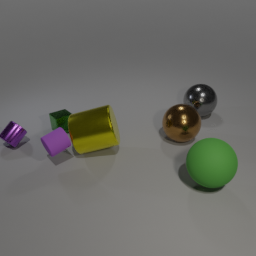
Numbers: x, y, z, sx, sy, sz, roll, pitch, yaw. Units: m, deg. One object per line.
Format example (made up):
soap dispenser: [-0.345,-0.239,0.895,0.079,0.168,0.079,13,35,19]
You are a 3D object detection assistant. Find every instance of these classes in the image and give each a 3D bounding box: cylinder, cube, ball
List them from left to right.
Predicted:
cylinder: [-4.080,0.222,9.938,0.700,0.700,0.700,21,69,32]
cylinder: [-2.264,0.439,8.808,0.700,0.700,0.700,-32,42,-24]
cube: [-2.571,-0.244,10.914,0.700,0.700,0.700,-20,31,-30]
cylinder: [-1.110,0.050,9.435,1.400,1.400,1.400,-14,30,6]
ball: [1.943,-0.180,10.166,1.400,1.400,1.400,0,31,0]
ball: [3.045,-1.163,11.830,1.400,1.400,1.400,0,31,0]
ball: [2.351,0.975,7.903,1.400,1.400,1.400,0,31,0]
